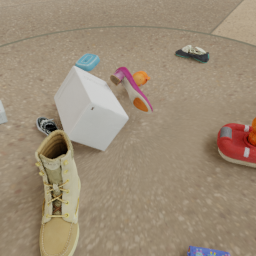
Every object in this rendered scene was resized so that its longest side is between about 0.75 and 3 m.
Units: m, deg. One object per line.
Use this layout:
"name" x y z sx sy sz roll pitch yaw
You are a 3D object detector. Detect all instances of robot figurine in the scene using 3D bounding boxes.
"robot figurine" 0.509 -2.172 12.384 0.792 0.642 1.101 36 23 4

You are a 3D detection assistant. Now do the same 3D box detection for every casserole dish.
"casserole dish" -2.184 -3.568 15.042 1.033 0.331 1.705 13 43 15

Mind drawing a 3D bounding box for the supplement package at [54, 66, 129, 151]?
"supplement package" -1.450 -0.751 10.248 1.634 1.614 2.695 23 23 -37

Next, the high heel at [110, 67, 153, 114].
"high heel" 0.308 -1.528 11.080 2.170 0.731 1.041 41 46 2

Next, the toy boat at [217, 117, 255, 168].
"toy boat" 4.426 0.296 9.458 2.579 1.685 1.683 11 42 12

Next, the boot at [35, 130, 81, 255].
"boot" -1.851 1.723 7.328 1.071 2.286 2.942 0 41 0

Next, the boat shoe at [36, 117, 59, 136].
"boat shoe" -3.051 -0.055 10.723 0.630 0.583 1.707 -23 45 -24

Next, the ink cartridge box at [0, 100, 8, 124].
"ink cartridge box" -5.674 -0.514 11.267 1.372 0.570 1.005 -19 44 -21

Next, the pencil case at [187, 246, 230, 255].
"pencil case" 2.024 3.258 6.983 1.075 0.420 0.467 7 61 8

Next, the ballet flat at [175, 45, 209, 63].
"ballet flat" 3.579 -4.202 15.502 2.009 0.734 0.734 25 46 27
